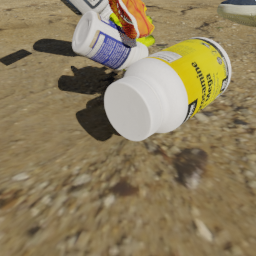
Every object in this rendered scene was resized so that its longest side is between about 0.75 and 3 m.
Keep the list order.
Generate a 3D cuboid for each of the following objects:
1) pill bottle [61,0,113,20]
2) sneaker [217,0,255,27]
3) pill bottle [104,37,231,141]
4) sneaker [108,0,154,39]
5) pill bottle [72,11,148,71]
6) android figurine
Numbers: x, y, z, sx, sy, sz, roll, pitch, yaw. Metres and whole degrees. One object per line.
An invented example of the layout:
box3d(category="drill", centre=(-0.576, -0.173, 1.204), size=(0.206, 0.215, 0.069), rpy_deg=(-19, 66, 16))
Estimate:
box3d(category="pill bottle", centre=(-1.380, -4.358, 8.432), size=(1.637, 1.637, 2.737), rpy_deg=(28, -2, 39))
box3d(category="sneaker", centre=(2.561, -2.265, 4.632), size=(0.846, 0.954, 2.257), rpy_deg=(3, 12, -40))
box3d(category="pill bottle", centre=(0.738, -0.714, 4.951), size=(1.305, 1.305, 2.322), rpy_deg=(24, 42, 35))
box3d(category="sneaker", centre=(0.015, -2.304, 5.290), size=(0.553, 1.434, 0.523), rpy_deg=(-21, -8, -27))
box3d(category="pill bottle", centre=(-0.333, -1.719, 5.896), size=(1.473, 0.881, 0.881), rpy_deg=(18, 18, -34))
box3d(category="android figurine", centre=(-0.076, -2.141, 6.954), size=(1.647, 1.499, 0.338), rpy_deg=(-31, 41, -17))
